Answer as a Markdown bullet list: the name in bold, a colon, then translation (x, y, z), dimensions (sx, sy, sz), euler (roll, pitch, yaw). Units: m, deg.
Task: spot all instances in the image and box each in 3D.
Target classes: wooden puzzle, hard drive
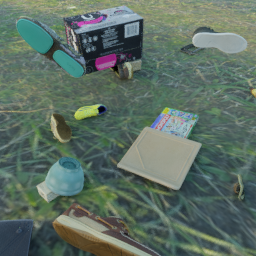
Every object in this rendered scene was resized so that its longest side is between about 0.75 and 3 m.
- **wooden puzzle**: translation (0.993, 0.871, 8.590), dimensions (1.951, 0.393, 2.109), euler (18, 44, 24)
- **hard drive**: translation (-3.145, 2.700, 6.029), dimensions (2.049, 0.434, 1.382), euler (-5, 35, -7)

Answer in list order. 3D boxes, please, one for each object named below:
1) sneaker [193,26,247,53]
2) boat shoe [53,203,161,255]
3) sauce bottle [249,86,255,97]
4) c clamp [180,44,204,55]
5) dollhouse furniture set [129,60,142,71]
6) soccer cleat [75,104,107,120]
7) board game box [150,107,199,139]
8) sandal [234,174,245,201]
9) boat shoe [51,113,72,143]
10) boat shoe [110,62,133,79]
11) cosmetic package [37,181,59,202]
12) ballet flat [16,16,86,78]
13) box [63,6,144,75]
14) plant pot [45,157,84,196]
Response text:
- **sneaker**: translation (3.133, -3.132, 9.756), dimensions (1.913, 0.676, 0.949), euler (6, 37, -4)
- **boat shoe**: translation (-0.365, 2.340, 6.159), dimensions (2.644, 0.954, 0.952), euler (12, 38, 27)
- **sauce bottle**: translation (5.591, -1.606, 12.359), dimensions (0.259, 0.259, 0.784), euler (-2, 37, -3)
- **c clamp**: translation (4.003, -4.730, 16.913), dimensions (1.525, 0.242, 1.785), euler (19, 40, 33)
- **dollhouse furniture set**: translation (0.095, -3.644, 14.530), dimensions (0.771, 1.115, 1.181), euler (-16, 50, -22)
- **soccer cleat**: translation (-1.416, -0.634, 10.778), dimensions (1.311, 0.424, 0.548), euler (-21, 26, -31)
- **board game box**: translation (1.627, -0.041, 10.094), dimensions (1.339, 0.290, 1.989), euler (16, 38, 21)
- **sandal**: translation (3.034, 1.648, 7.671), dimensions (0.272, 0.378, 0.952), euler (-8, 25, 20)
- **boat shoe**: translation (-2.384, 0.074, 9.856), dimensions (0.565, 0.483, 1.542), euler (11, 30, -32)
- **boat shoe**: translation (-0.565, -3.231, 14.136), dimensions (0.827, 0.899, 2.517), euler (-11, 41, -24)
- **cosmetic package**: translation (-1.958, 1.573, 7.734), dimensions (0.484, 0.342, 0.934), euler (28, 44, 34)
- **ballet flat**: translation (-2.239, -2.468, 8.442), dimensions (0.856, 2.381, 0.856), euler (-37, 30, 26)
- **box**: translation (-0.980, -3.691, 11.539), dimensions (2.832, 1.871, 1.625), euler (-22, 47, -21)
- **plant pot**: translation (-1.657, 1.234, 7.633), dimensions (1.044, 0.699, 1.044), euler (16, 23, -7)
